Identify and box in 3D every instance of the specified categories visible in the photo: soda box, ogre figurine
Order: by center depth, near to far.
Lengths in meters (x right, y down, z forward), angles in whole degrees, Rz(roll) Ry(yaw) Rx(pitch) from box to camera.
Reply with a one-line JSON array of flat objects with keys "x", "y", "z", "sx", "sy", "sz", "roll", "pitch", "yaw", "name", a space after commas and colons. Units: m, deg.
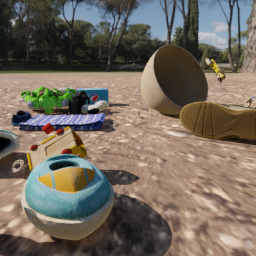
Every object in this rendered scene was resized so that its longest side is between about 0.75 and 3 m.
[{"x": -3.036, "y": -1.119, "z": 10.611, "sx": 2.011, "sy": 0.986, "sz": 1.205, "roll": 14, "pitch": 25, "yaw": -18, "name": "ogre figurine"}, {"x": -2.003, "y": -1.445, "z": 12.959, "sx": 2.151, "sy": 0.730, "sz": 0.690, "roll": -3, "pitch": 14, "yaw": -12, "name": "soda box"}]

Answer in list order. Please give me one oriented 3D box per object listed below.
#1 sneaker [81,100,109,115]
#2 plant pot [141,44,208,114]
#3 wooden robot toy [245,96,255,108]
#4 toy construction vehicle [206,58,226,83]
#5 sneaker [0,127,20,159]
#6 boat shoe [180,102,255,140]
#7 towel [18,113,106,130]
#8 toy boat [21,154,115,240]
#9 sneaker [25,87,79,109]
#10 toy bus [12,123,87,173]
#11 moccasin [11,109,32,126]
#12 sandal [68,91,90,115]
[{"x": -1.145, "y": -0.720, "z": 10.878, "sx": 1.169, "sy": 0.441, "sz": 0.673, "roll": -18, "pitch": 30, "yaw": -31, "name": "sneaker"}, {"x": 1.510, "y": -1.576, "z": 10.751, "sx": 2.606, "sy": 2.606, "sz": 1.750, "roll": -10, "pitch": -13, "yaw": -36, "name": "plant pot"}, {"x": 5.162, "y": -0.789, "z": 11.130, "sx": 0.662, "sy": 0.642, "sz": 1.458, "roll": 34, "pitch": 9, "yaw": -11, "name": "wooden robot toy"}, {"x": 3.238, "y": -2.143, "z": 10.160, "sx": 0.350, "sy": 0.865, "sz": 0.993, "roll": -31, "pitch": -31, "yaw": 23, "name": "toy construction vehicle"}, {"x": -3.189, "y": 0.384, "z": 5.172, "sx": 1.124, "sy": 0.846, "sz": 2.403, "roll": 4, "pitch": 10, "yaw": 40, "name": "sneaker"}, {"x": 2.724, "y": -0.137, "z": 7.434, "sx": 2.726, "sy": 0.998, "sz": 0.883, "roll": 12, "pitch": 5, "yaw": 37, "name": "boat shoe"}, {"x": -1.999, "y": -0.261, "z": 9.036, "sx": 2.514, "sy": 0.300, "sz": 1.820, "roll": 0, "pitch": 13, "yaw": 0, "name": "towel"}, {"x": -1.135, "y": 0.776, "z": 3.479, "sx": 1.929, "sy": 0.896, "sz": 1.621, "roll": -6, "pitch": 15, "yaw": -24, "name": "toy boat"}, {"x": -3.086, "y": -1.115, "z": 11.543, "sx": 2.243, "sy": 0.838, "sz": 0.920, "roll": -15, "pitch": 14, "yaw": -12, "name": "sneaker"}, {"x": -1.320, "y": 0.524, "z": 5.134, "sx": 1.153, "sy": 1.088, "sz": 0.596, "roll": 9, "pitch": -27, "yaw": 30, "name": "toy bus"}, {"x": -3.483, "y": -0.394, "z": 9.282, "sx": 0.486, "sy": 0.412, "sz": 1.207, "roll": -4, "pitch": 14, "yaw": -3, "name": "moccasin"}, {"x": -1.848, "y": -0.971, "z": 11.189, "sx": 0.463, "sy": 0.727, "sz": 1.934, "roll": 0, "pitch": 23, "yaw": 9, "name": "sandal"}]
